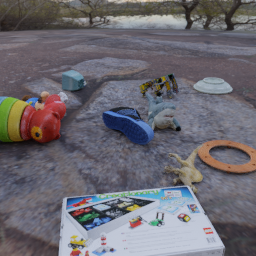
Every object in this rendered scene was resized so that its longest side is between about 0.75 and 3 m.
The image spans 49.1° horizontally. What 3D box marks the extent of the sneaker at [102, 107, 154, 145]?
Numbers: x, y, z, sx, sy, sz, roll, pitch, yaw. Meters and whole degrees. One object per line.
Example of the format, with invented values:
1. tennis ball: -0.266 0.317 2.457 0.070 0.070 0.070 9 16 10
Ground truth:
1. sneaker: 0.163 -0.241 10.204 1.047 0.942 2.687 -25 33 -30

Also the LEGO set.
1. LEGO set: 1.623 -1.886 14.054 1.528 1.151 1.987 -18 3 45

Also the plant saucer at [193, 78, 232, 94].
1. plant saucer: 4.669 -2.381 15.356 2.076 0.521 2.076 0 25 0

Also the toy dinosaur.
1. toy dinosaur: 1.582 1.138 7.847 1.066 0.614 2.109 17 34 7

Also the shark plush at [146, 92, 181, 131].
1. shark plush: 1.351 -0.826 11.134 1.329 1.218 2.924 0 25 1

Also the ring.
1. ring: 3.146 0.879 8.708 1.917 0.184 1.917 1 25 0

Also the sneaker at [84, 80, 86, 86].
1. sneaker: -2.573 -2.662 16.139 0.330 0.365 0.857 -3 24 -7

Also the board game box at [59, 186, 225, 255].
1. board game box: 0.151 2.049 5.745 2.969 0.514 1.874 -4 25 -8

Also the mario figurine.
1. mario figurine: -3.596 -1.050 11.186 2.842 1.507 1.755 9 59 35

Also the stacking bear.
1. stacking bear: -3.785 -0.216 9.587 2.913 1.769 1.657 9 23 0

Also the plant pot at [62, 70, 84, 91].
1. plant pot: -2.929 -2.529 15.262 0.950 0.930 0.933 18 30 21
